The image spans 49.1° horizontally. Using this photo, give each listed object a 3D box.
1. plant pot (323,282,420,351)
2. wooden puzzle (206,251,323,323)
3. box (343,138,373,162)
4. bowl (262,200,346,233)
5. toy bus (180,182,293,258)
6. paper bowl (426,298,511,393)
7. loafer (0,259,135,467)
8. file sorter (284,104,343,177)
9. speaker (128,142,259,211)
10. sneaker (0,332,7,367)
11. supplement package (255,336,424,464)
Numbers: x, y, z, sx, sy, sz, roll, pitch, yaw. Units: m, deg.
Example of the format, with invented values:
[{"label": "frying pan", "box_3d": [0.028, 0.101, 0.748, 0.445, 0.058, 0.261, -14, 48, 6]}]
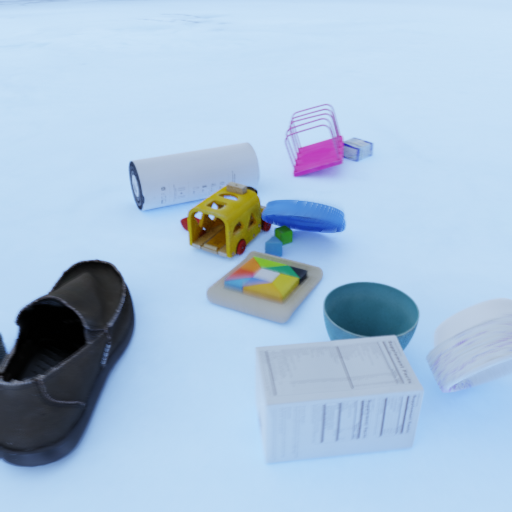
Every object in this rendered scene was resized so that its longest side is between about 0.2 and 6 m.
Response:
[{"label": "plant pot", "box_3d": [1.467, 1.009, 7.378, 1.216, 0.819, 1.216, 0, 31, 0]}, {"label": "wooden puzzle", "box_3d": [0.165, 0.400, 8.857, 1.410, 0.284, 1.524, 14, 33, 23]}, {"label": "box", "box_3d": [2.441, -2.624, 13.791, 0.650, 0.341, 0.598, -27, 40, -36]}, {"label": "bowl", "box_3d": [0.843, -0.698, 9.877, 1.482, 0.291, 1.482, 8, -6, 1]}, {"label": "toy bus", "box_3d": [-0.383, -0.803, 10.161, 1.858, 1.017, 1.969, -9, 33, -14]}, {"label": "paper bowl", "box_3d": [2.682, 1.013, 6.547, 1.422, 1.422, 0.739, -11, 62, -18]}, {"label": "loafer", "box_3d": [-2.320, 0.932, 7.107, 1.254, 1.225, 3.435, -1, 31, -2]}, {"label": "file sorter", "box_3d": [1.337, -2.747, 13.035, 1.143, 1.031, 1.644, -13, 28, 17]}, {"label": "speaker", "box_3d": [-1.241, -1.655, 11.550, 2.556, 1.038, 1.038, -14, 34, -21]}, {"label": "sneaker", "box_3d": [-3.464, 1.468, 6.795, 0.763, 0.670, 1.905, -10, 33, -11]}, {"label": "supplement package", "box_3d": [0.870, 1.596, 6.313, 1.682, 0.921, 0.957, -3, 32, -5]}]
